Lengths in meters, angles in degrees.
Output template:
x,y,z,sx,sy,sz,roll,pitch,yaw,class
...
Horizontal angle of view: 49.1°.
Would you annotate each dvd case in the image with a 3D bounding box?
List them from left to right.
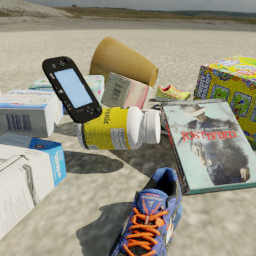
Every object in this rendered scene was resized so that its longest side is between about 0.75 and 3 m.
x,y,z,sx,sy,sz,roll,pitch,yaw,class
1.972,0.307,6.882,1.886,0.284,2.583,-4,50,-9,dvd case

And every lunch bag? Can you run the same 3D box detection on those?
x,y,z,sx,sy,sz,roll,pitch,yaw,class
-2.280,-1.443,11.203,2.826,1.089,2.267,1,21,2,lunch bag

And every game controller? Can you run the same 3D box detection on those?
x,y,z,sx,sy,sz,roll,pitch,yaw,class
-1.173,-0.820,5.917,0.331,1.574,0.821,-36,-6,37,game controller

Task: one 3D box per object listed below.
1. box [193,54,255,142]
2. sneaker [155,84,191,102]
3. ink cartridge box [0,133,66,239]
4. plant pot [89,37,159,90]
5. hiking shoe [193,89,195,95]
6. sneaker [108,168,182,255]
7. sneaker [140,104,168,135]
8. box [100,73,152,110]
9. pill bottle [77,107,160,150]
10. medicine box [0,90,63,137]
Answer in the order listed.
x,y,z,sx,sy,sz,roll,pitch,yaw,class
4.062,-1.052,9.089,2.750,1.742,2.855,28,36,35,box
1.904,-1.482,11.789,1.528,0.690,0.597,0,22,-4,sneaker
-2.600,1.052,5.715,1.649,0.952,2.259,9,25,19,ink cartridge box
-0.049,-2.526,12.558,2.591,2.415,2.415,22,29,14,plant pot
3.312,-1.187,11.393,0.643,0.552,1.483,-13,38,-34,hiking shoe
0.299,1.529,4.536,0.996,1.037,2.644,6,24,15,sneaker
1.736,-0.282,8.682,2.747,1.004,1.537,17,29,35,sneaker
-0.011,-1.048,8.891,0.849,0.997,1.559,25,11,25,box
-0.199,0.010,6.848,1.888,1.051,1.051,-1,23,13,pill bottle
-3.266,-0.546,9.270,1.782,1.007,1.956,1,24,1,medicine box
